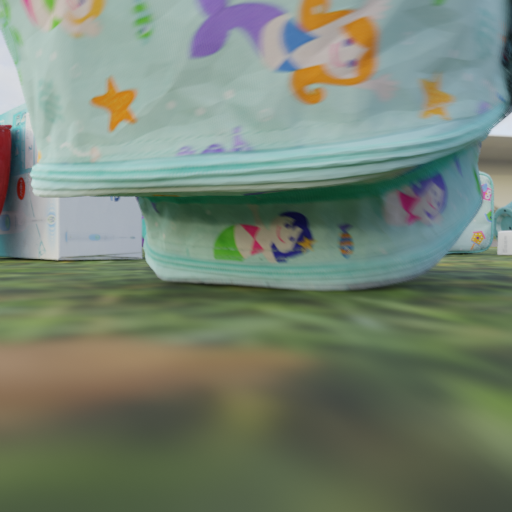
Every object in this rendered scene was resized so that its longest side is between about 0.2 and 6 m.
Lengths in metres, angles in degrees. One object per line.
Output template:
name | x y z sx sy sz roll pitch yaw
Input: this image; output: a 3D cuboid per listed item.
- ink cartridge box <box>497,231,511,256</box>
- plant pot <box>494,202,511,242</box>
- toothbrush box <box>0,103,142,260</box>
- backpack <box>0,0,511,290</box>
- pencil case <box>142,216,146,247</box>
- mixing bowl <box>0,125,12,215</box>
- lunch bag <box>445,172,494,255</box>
ink cartridge box | 4.842 -0.220 9.682 0.774 0.451 1.070 0 1 -16
plant pot | 8.142 -0.999 16.503 1.861 1.981 1.981 -13 4 -13
toothbrush box | -2.578 -0.897 7.221 1.107 1.900 2.595 -1 3 -44
backpack | 0.109 -0.783 2.492 2.024 1.716 2.280 3 15 27
pencil case | -1.288 -0.506 10.514 2.150 0.993 0.915 -1 23 40
mixing bowl | -3.812 -0.689 6.332 2.326 1.260 2.326 -9 15 2
lunch bag | 3.513 -0.873 10.876 2.127 1.706 0.820 -1 2 8
